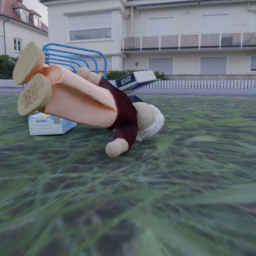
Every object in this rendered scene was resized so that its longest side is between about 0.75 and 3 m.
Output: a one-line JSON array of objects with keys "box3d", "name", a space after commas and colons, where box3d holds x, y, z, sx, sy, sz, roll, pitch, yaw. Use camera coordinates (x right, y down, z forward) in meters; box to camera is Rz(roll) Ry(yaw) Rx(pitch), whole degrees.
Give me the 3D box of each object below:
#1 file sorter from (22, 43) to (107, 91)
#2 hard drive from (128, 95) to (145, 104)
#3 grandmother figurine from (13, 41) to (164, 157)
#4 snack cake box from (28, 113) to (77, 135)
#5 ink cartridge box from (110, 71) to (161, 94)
[{"box3d": [-2.111, -1.402, 8.834, 2.031, 1.796, 2.927, 3, 2, -30], "name": "file sorter"}, {"box3d": [-0.364, -0.431, 6.536, 1.533, 0.252, 1.070, -5, -13, 23], "name": "hard drive"}, {"box3d": [-0.351, -0.317, 4.663, 0.873, 1.747, 2.881, -26, -25, 33], "name": "grandmother figurine"}, {"box3d": [-1.747, -0.160, 6.664, 0.744, 0.435, 1.294, -4, 9, 3], "name": "snack cake box"}, {"box3d": [-0.157, -1.942, 13.030, 2.667, 0.634, 2.699, -20, 4, 29], "name": "ink cartridge box"}]
